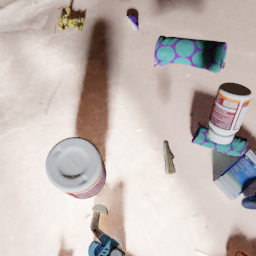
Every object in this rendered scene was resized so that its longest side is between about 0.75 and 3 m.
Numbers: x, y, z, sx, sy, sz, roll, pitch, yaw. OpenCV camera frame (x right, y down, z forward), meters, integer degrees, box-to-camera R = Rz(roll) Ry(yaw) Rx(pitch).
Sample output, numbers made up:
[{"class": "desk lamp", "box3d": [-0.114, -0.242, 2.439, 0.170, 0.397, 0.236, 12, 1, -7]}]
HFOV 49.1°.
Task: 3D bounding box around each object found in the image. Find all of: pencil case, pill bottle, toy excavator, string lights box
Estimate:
[{"class": "pencil case", "box3d": [2.139, -2.528, 9.686, 2.398, 1.108, 1.021, 12, 27, 13]}, {"class": "pencil case", "box3d": [3.331, 0.457, 10.239, 1.864, 0.861, 0.793, 18, 105, 5]}, {"class": "pill bottle", "box3d": [-1.489, 1.407, 8.846, 1.569, 2.748, 1.569, 0, 70, 0]}, {"class": "toy excavator", "box3d": [-0.857, 3.673, 9.088, 1.859, 0.929, 1.808, 34, 72, 21]}, {"class": "pill bottle", "box3d": [2.548, -0.356, 7.193, 0.804, 1.468, 0.804, 4, 35, -3]}, {"class": "string lights box", "box3d": [3.999, 1.665, 9.947, 1.725, 0.508, 0.886, -37, 74, -13]}]

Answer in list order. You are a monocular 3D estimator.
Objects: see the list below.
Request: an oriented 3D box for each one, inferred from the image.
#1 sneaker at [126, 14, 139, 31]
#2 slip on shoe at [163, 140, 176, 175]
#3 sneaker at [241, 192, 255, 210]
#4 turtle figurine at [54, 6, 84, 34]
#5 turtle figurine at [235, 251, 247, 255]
[{"class": "sneaker", "box3d": [0.313, -4.716, 12.393, 0.458, 0.320, 0.922, -28, 72, -11]}, {"class": "slip on shoe", "box3d": [1.344, 0.934, 9.045, 0.341, 0.428, 1.125, -7, 68, 18]}, {"class": "sneaker", "box3d": [4.865, 2.258, 9.604, 2.241, 0.829, 0.922, -7, 68, -11]}, {"class": "turtle figurine", "box3d": [-2.585, -4.584, 12.264, 1.208, 0.483, 1.498, 12, 68, -3]}, {"class": "turtle figurine", "box3d": [3.685, 5.236, 8.498, 1.925, 0.769, 2.387, -31, 73, -11]}]
